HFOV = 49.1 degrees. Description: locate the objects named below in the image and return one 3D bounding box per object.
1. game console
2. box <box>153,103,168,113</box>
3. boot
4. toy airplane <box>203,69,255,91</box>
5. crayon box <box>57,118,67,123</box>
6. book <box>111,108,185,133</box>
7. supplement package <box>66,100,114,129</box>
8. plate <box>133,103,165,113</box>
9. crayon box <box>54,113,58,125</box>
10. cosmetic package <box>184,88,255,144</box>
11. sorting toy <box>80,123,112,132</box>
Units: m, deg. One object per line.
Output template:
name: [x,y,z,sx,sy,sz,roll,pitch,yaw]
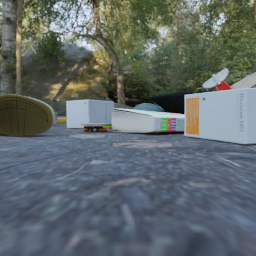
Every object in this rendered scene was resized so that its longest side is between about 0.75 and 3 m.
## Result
game console: [2.640,-0.914,10.058,2.486,1.645,2.827,-26,12,-17]
box: [1.263,-0.611,11.998,1.044,0.450,0.855,2,-44,-51]
boot: [-2.734,-0.305,7.180,2.592,0.934,2.005,-1,2,13]
toy airplane: [4.429,-1.275,12.148,2.548,2.537,1.798,8,-19,44]
crayon box: [-3.531,-0.390,14.956,0.654,0.262,1.030,-1,3,-13]
book: [1.158,-0.144,7.935,2.724,0.655,1.820,0,5,-37]
supplement package: [-1.323,-0.499,10.134,0.978,0.974,1.667,1,3,27]
plate: [0.817,-0.471,11.301,1.380,0.176,1.380,8,-36,6]
crayon box: [-4.423,-0.422,12.126,1.782,0.602,2.065,3,4,43]
cosmetic package: [1.852,-0.234,5.420,0.662,0.942,1.858,-1,2,-21]
sorting toy: [-0.946,-0.013,7.842,0.686,0.241,1.423,-1,4,-19]
